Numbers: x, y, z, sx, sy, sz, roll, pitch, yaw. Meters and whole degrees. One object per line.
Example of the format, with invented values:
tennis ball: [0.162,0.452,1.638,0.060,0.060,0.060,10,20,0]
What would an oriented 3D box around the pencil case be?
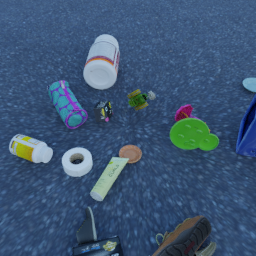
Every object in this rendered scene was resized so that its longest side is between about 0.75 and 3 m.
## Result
pencil case: [-2.625,-1.070,12.029,1.017,1.105,2.391,-11,46,-31]

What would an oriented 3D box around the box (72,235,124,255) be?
box: [-0.798,3.732,7.804,1.395,0.321,1.109,-10,46,-10]

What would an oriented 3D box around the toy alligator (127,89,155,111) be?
toy alligator: [0.426,-1.158,11.560,0.575,2.393,0.793,-33,96,-13]

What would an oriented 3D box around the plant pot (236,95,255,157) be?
plant pot: [5.343,-0.027,10.425,1.818,2.023,2.023,21,48,12]

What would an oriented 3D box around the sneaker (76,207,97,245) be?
sneaker: [-1.321,2.946,8.513,0.596,0.420,1.123,-9,47,-12]

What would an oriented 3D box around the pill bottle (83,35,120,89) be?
pill bottle: [-1.235,-3.381,13.991,1.581,1.581,2.886,2,45,2]

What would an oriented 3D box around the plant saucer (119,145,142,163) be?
plant saucer: [0.089,1.009,10.635,0.857,0.160,0.857,-1,45,1]

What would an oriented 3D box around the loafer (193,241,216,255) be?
loafer: [2.055,3.592,7.863,0.398,0.449,1.180,38,56,25]

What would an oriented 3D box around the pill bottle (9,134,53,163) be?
pill bottle: [-3.574,0.799,10.393,1.468,0.802,0.802,17,48,17]

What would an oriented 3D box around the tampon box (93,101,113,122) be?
tampon box: [-1.029,-0.703,11.766,0.535,0.635,0.847,-3,25,14]

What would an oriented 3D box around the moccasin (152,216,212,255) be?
moccasin: [1.342,3.283,7.878,2.385,0.921,0.872,-36,95,-35]

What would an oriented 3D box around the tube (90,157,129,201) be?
tube: [-0.664,1.671,9.781,0.544,0.487,1.875,34,48,2]

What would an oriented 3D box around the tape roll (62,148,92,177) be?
tape roll: [-1.848,1.241,10.248,1.088,0.380,1.088,0,45,0]

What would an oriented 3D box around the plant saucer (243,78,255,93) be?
plant saucer: [6.157,-2.020,13.600,1.182,0.228,1.182,0,46,0]

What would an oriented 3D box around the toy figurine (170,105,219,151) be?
toy figurine: [2.593,-0.170,11.212,1.942,1.458,1.788,21,35,-9]
